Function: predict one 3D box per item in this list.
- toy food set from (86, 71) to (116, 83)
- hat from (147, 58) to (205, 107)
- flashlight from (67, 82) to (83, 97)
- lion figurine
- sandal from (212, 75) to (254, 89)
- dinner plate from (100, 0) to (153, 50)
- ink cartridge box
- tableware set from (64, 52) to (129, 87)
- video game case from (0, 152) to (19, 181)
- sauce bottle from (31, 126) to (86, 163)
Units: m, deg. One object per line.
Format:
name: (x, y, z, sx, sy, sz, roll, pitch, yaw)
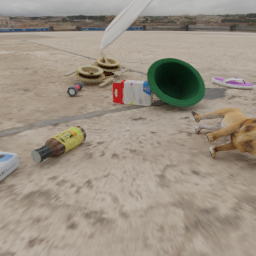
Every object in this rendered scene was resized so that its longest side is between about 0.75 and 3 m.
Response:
toy food set: (-1.303, -2.462, 12.487, 1.480, 0.430, 2.144, -5, 23, -11)
hat: (1.305, -1.072, 9.474, 1.862, 1.978, 2.248, 0, 58, -13)
flashlight: (-1.868, -1.432, 10.107, 0.365, 0.366, 1.078, 19, 24, 1)
lion figurine: (2.245, -0.040, 5.903, 1.404, 0.831, 2.293, -18, 30, 5)
sandal: (4.097, -1.867, 11.062, 1.723, 0.423, 0.701, 20, 30, 40)
dinner plate: (0.038, -3.388, 8.204, 2.747, 0.333, 2.747, -41, 20, 18)
ink cartridge box: (0.154, -1.131, 8.900, 1.235, 0.718, 0.415, 6, 23, 14)
tableware set: (-1.227, -2.628, 11.951, 1.818, 0.551, 2.750, 19, 33, 18)
video game case: (-3.742, 0.944, 4.436, 2.869, 0.316, 2.615, 5, 23, 14)
sauce bottle: (-1.399, 0.334, 5.782, 0.423, 0.423, 1.307, 12, 26, 27)
